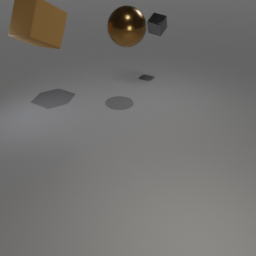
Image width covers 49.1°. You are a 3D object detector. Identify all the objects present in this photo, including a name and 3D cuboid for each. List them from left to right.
[{"bbox_3d":[-3.356,-3.880,10.462,1.400,1.400,1.400,16,6,34],"label":"cube"},{"bbox_3d":[-0.042,-3.596,9.969,1.400,1.400,1.400,0,31,0],"label":"ball"},{"bbox_3d":[1.410,-4.982,13.485,0.700,0.700,0.700,25,68,23],"label":"cube"}]
